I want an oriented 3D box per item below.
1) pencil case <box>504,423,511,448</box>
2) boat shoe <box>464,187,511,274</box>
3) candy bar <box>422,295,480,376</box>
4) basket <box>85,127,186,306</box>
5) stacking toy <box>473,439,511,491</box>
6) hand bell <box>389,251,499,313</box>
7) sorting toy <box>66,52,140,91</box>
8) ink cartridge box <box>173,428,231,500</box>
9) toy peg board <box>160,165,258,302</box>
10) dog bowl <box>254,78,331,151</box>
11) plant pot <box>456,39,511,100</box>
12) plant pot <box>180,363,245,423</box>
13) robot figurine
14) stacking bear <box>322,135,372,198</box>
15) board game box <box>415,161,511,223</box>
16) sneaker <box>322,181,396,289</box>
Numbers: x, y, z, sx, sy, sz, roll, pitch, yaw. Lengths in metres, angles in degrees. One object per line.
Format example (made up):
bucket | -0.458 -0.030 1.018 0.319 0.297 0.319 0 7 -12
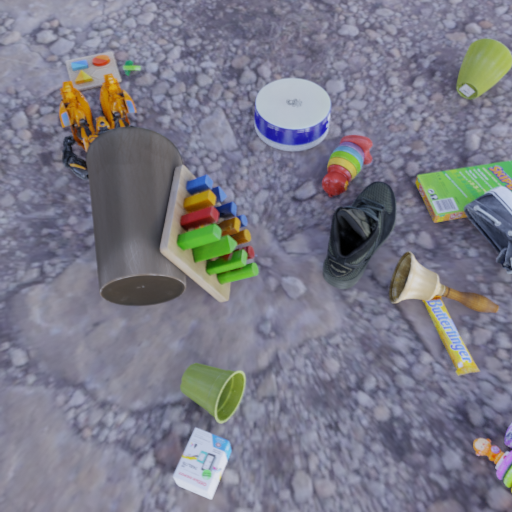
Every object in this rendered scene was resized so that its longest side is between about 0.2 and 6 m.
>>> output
pencil case | 4.609 3.021 8.698 1.433 0.612 0.601 30 22 16
boat shoe | 5.017 -0.048 10.554 0.968 1.025 2.857 -27 64 -4
candy bar | 3.462 1.391 10.070 0.405 0.180 1.625 -12 57 -7
basket | -2.151 -0.578 10.313 1.814 2.404 2.667 -8 65 -3
stacking toy | 4.000 3.294 8.540 0.866 0.818 1.491 -41 52 -18
hand bell | 3.521 0.666 10.240 1.906 0.992 0.992 17 57 -1
sorting toy | -3.864 -4.784 14.185 1.767 0.260 1.306 -16 57 -10
ink cartridge box | -0.816 3.192 8.600 0.586 0.584 0.799 17 58 13
toy peg board | -0.670 -0.472 10.160 0.930 1.902 1.894 -14 52 26
dog bowl | 0.833 -3.271 12.908 1.748 0.688 1.748 0 56 0
plant pot | 5.381 -4.394 13.540 1.114 1.114 1.190 30 74 19
plant pot | -0.766 2.165 9.223 0.848 0.893 0.893 17 57 25
robot figurine | -3.463 -2.863 12.539 2.017 0.810 2.782 -16 58 -14
stacking bear | 1.867 -1.861 11.977 0.759 0.811 1.335 22 65 22
board game box | 4.693 -1.398 11.867 2.351 0.352 1.123 -11 57 -4
sneaker | 2.103 -0.696 10.686 0.974 1.459 2.547 28 61 15
